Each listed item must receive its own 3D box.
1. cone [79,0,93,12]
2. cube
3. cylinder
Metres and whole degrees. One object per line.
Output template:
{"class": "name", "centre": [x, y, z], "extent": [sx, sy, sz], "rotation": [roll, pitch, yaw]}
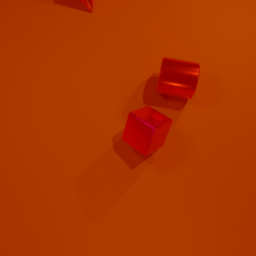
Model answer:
{"class": "cone", "centre": [-1.532, -4.775, 9.886], "extent": [1.420, 1.420, 1.425], "rotation": [-22, 101, -7]}
{"class": "cube", "centre": [0.535, 0.051, 7.932], "extent": [0.928, 0.928, 0.928], "rotation": [33, 35, 27]}
{"class": "cylinder", "centre": [1.517, -1.530, 8.626], "extent": [1.130, 1.130, 1.130], "rotation": [11, 73, 3]}
